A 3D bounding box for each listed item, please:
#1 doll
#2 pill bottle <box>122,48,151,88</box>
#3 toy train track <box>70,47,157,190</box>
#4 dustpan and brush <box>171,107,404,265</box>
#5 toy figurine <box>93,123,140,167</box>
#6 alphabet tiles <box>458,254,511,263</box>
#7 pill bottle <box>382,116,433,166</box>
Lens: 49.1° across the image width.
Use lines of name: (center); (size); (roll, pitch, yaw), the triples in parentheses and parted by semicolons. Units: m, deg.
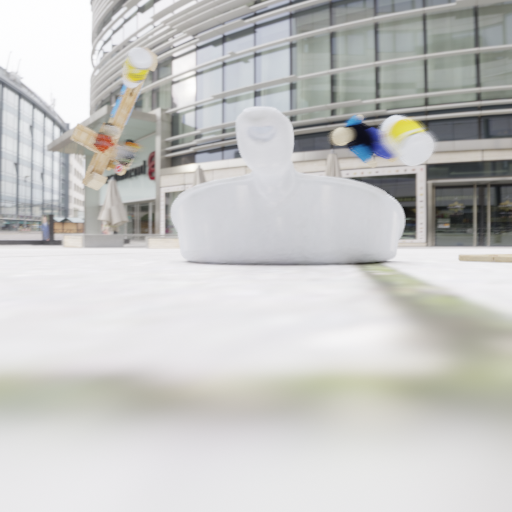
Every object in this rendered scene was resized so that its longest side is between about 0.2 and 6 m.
doll: (1.782, -1.820, 9.004); (1.358, 0.927, 0.329); (4, -21, -36)
pill bottle: (-2.459, -3.802, 11.405); (0.471, 0.471, 0.840); (0, -18, -27)
toy train track: (-2.953, -3.023, 12.566); (0.545, 3.351, 1.922); (24, 1, 29)
dustpan and brush: (0.214, -0.434, 5.037); (2.533, 1.039, 3.629); (0, 1, 6)
toy figurine: (-2.165, -1.738, 8.715); (0.631, 0.446, 0.641); (32, 3, -25)
alphabet tiles: (3.863, 0.023, 6.152); (2.936, 0.093, 2.443); (0, 1, -25)
pill bottle: (1.987, -1.568, 7.474); (0.450, 0.450, 0.802); (0, 36, -14)
